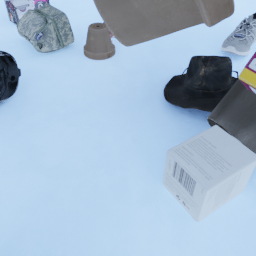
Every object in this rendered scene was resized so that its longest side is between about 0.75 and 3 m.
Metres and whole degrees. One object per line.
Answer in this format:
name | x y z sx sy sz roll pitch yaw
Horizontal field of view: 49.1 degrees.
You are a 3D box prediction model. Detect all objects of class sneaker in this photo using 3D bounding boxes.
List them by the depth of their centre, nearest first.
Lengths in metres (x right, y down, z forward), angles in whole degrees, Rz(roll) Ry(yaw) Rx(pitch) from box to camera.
sneaker | 4.212 -3.524 10.234 1.034 1.135 2.768 24 47 24

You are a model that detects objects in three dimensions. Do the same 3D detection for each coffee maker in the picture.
coffee maker | -4.943 -1.494 7.515 2.976 2.004 2.858 28 60 28

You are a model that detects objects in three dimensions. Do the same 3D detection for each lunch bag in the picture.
lunch bag | -3.070 -3.572 10.262 1.546 1.285 1.844 -35 52 -18

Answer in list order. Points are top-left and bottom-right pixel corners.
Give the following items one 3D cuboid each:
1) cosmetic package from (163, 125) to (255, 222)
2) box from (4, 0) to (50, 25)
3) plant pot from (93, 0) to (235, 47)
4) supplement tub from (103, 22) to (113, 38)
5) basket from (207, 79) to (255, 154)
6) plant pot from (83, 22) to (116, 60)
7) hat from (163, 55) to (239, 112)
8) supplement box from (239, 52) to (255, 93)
cosmetic package | 1.520 0.833 5.361 1.305 1.077 1.076 -23 47 -23
box | -4.356 -5.330 12.296 1.674 1.106 0.961 -33 51 -31
plant pot | 0.539 -2.981 5.863 2.333 2.675 2.675 -26 38 19
supplement tub | -0.798 -3.843 10.967 0.655 0.655 1.226 13 43 14
basket | 3.016 -0.553 5.910 2.377 1.616 2.143 -45 44 3
plant pot | -1.027 -3.098 9.863 1.160 1.012 1.160 1 43 -1
hat | 2.269 -1.462 7.767 2.680 1.081 2.680 -1 34 1
supplement box | 1.891 -0.779 2.740 0.873 1.333 0.688 42 18 27
